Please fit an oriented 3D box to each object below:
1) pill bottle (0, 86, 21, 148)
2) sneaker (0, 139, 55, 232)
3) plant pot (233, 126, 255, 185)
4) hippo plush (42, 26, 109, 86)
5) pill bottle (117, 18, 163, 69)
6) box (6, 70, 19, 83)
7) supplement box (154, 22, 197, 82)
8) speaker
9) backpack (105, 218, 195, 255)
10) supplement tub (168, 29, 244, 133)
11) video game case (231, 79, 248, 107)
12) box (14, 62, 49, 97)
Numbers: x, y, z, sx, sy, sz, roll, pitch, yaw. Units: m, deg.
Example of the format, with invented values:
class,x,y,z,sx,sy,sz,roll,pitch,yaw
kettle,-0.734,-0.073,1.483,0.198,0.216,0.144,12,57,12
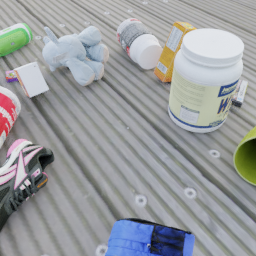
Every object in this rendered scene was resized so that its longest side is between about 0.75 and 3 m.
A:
class,x,y,z,sx,sy,sz,roll,pitch,yaw
pill bottle,-4.546,-0.047,8.885,1.455,1.455,2.592,4,46,4
sneaker,-2.903,1.464,7.615,1.285,1.196,2.977,7,47,5
plant pot,4.167,0.556,8.357,1.698,1.698,1.814,20,35,19
hippo plush,-2.448,-2.823,11.607,2.308,2.287,2.871,1,17,45
pill bottle,0.525,-3.772,12.575,1.393,1.393,2.446,-16,47,-15
box,-4.727,-2.251,11.941,0.899,0.176,0.615,-12,47,-12
supplement box,1.862,-2.962,11.072,0.762,2.290,0.788,-9,48,-36
speaker,-5.694,-4.102,13.182,1.029,1.029,2.327,29,52,26
backpack,0.390,2.814,6.071,1.806,1.468,1.516,13,49,11
supplement tub,2.506,-1.513,9.289,2.111,2.912,2.111,0,46,0
video game case,3.835,-1.625,11.228,1.702,0.217,1.538,21,49,14
box,-3.634,-1.812,10.453,0.753,1.078,1.416,-27,20,-19
